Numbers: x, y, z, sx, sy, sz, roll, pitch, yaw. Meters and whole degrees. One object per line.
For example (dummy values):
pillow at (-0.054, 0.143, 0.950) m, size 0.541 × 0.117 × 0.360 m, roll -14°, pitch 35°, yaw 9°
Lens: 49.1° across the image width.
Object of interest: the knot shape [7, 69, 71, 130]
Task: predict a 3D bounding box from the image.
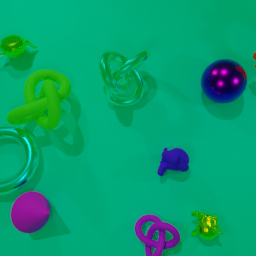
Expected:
knot shape at (-2.376, -0.723, 7.859) m, size 2.080 × 0.961 × 1.947 m, roll -53°, pitch 40°, yaw -8°

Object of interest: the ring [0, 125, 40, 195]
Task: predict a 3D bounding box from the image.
ring at (-3.644, 0.906, 8.186) m, size 2.094 × 0.419 × 2.094 m, roll 0°, pitch 70°, yaw -1°

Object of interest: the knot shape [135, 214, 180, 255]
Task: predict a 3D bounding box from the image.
knot shape at (0.717, 2.978, 7.431) m, size 1.225 × 0.566 × 1.147 m, roll 11°, pitch 83°, yaw 34°

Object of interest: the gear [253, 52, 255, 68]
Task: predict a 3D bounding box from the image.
gear at (4.511, -2.224, 8.033) m, size 1.717 × 1.717 × 0.317 m, roll -10°, pitch 40°, yaw -2°

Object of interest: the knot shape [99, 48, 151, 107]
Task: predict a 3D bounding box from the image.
knot shape at (-0.180, -1.532, 8.086) m, size 0.901 × 1.824 × 1.949 m, roll 33°, pitch 106°, yaw 32°

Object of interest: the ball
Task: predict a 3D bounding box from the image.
ball at (2.863, -1.397, 8.400) m, size 1.323 × 1.323 × 1.323 m, roll 0°, pitch 75°, yaw 0°

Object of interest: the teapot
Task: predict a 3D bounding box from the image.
teapot at (-3.613, -2.581, 9.003) m, size 1.315 × 0.644 × 0.817 m, roll -20°, pitch 52°, yaw -13°

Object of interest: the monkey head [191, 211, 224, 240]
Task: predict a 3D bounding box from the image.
monkey head at (2.039, 2.621, 7.529) m, size 0.802 × 1.115 × 0.672 m, roll 27°, pitch 57°, yaw -21°

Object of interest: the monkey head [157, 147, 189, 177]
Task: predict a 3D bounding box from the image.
monkey head at (1.291, 1.011, 7.927) m, size 0.778 × 1.291 × 0.929 m, roll 18°, pitch 74°, yaw 30°

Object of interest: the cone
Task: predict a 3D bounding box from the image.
cone at (-2.286, 2.192, 7.247) m, size 1.103 × 1.107 × 1.103 m, roll 12°, pitch 72°, yaw -39°
